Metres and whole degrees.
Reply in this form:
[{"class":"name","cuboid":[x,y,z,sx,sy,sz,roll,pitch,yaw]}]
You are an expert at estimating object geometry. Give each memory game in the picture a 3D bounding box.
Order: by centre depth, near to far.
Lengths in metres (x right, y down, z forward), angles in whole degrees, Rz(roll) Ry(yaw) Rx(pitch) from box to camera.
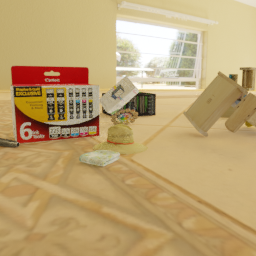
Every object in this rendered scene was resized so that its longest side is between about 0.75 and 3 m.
[{"class":"memory game","cuboid":[-0.140,-0.454,11.506,1.167,0.074,1.167,-9,36,6]}]

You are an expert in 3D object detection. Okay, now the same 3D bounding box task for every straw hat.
[{"class":"straw hat","cuboid":[-0.204,0.230,7.607,1.517,0.642,1.517,0,11,0]}]

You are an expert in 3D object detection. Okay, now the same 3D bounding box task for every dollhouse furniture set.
[{"class":"dollhouse furniture set","cuboid":[3.818,-0.061,9.337,2.862,1.868,2.702,29,20,-28]},{"class":"dollhouse furniture set","cuboid":[5.267,-1.728,13.652,1.656,2.349,1.646,8,13,38]}]

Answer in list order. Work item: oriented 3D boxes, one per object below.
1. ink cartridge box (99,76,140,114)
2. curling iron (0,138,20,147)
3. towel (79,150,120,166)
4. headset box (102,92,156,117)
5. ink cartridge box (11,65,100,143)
[{"class":"ink cartridge box","cuboid":[-0.321,-1.232,10.737,1.430,0.626,1.039,-39,-8,8]},{"class":"curling iron","cuboid":[-4.177,0.287,8.154,2.556,0.327,0.634,5,11,24]},{"class":"towel","cuboid":[-0.635,0.670,6.426,0.661,0.186,0.773,5,11,28]},{"class":"headset box","cuboid":[0.081,-1.266,14.571,2.427,1.126,2.113,-4,11,-20]},{"class":"ink cartridge box","cuboid":[-2.261,-0.811,8.786,2.566,2.253,1.076,-5,12,-25]}]
